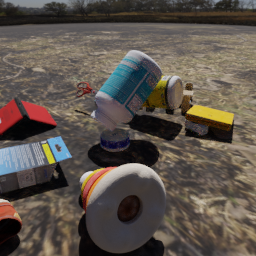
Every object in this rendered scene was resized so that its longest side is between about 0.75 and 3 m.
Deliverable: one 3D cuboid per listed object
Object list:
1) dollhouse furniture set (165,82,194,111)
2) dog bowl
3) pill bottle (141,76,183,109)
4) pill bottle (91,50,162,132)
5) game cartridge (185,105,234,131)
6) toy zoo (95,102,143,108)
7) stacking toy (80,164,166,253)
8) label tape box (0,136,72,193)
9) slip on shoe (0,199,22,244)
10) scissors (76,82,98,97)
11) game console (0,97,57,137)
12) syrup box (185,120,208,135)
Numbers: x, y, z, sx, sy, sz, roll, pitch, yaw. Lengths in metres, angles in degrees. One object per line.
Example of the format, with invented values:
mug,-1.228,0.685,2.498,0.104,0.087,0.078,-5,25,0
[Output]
dollhouse furniture set,2.120,-1.974,13.908,2.228,1.450,2.047,7,28,14
dog bowl,-0.478,0.416,10.260,1.076,0.424,1.076,0,26,0
pill bottle,1.040,-1.562,12.108,2.431,1.367,1.367,7,26,31
pill bottle,-0.128,-1.282,10.223,1.578,1.578,2.849,30,80,45
game cartridge,3.465,-0.478,11.727,1.788,0.329,2.029,17,19,19
toy zoo,-0.486,-1.358,14.020,2.349,0.240,1.541,-1,27,-2
stacking toy,-0.537,1.571,6.895,1.947,1.947,2.664,-16,16,-28
label tape box,-2.939,1.067,8.659,2.131,0.674,1.536,-12,29,-22
slip on shoe,-3.441,2.454,5.567,0.899,1.088,2.938,21,28,28
scissors,-1.634,-1.757,12.903,2.055,0.752,0.143,7,-12,34
game console,-4.452,-0.321,11.983,1.949,1.342,2.262,-41,37,-8
syrup box,2.747,-0.066,11.281,0.361,0.373,0.916,-15,30,-33
